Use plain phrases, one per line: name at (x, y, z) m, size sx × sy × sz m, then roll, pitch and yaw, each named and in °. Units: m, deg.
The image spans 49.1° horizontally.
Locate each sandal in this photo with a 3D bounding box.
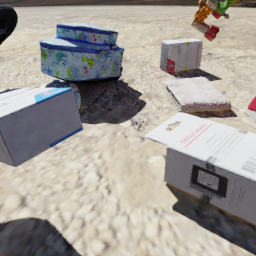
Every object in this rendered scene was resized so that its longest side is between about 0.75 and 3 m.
sandal at (-3.103, -1.751, 5.964) m, size 0.450 × 0.799 × 2.102 m, roll 38°, pitch 76°, yaw 12°

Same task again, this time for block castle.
block castle at (2.982, -3.814, 7.927) m, size 1.160 × 2.474 × 1.653 m, roll 28°, pitch 59°, yaw -8°

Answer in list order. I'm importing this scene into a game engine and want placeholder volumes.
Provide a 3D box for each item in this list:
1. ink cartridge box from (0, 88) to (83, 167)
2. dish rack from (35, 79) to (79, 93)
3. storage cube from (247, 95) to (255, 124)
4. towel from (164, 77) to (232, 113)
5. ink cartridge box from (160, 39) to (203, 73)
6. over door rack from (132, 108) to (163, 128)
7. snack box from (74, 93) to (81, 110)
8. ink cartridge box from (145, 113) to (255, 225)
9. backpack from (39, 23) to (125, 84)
ink cartridge box at (-1.843, -0.119, 4.554) m, size 1.791 × 0.750 × 1.300 m, roll 7°, pitch 29°, yaw 40°
dish rack at (-2.658, -1.415, 10.183) m, size 1.286 × 0.326 × 1.499 m, roll 15°, pitch 31°, yaw 27°
storage cube at (4.077, -0.365, 5.519) m, size 2.132 × 2.027 × 2.371 m, roll -52°, pitch 44°, yaw -3°
towel at (2.277, -1.234, 9.695) m, size 1.720 × 0.448 × 2.596 m, roll -4°, pitch 29°, yaw -6°
ink cartridge box at (2.403, -3.308, 12.696) m, size 1.753 × 1.272 × 0.731 m, roll -11°, pitch 29°, yaw -20°
over door rack at (0.579, -0.260, 7.987) m, size 0.826 × 0.275 × 0.610 m, roll -12°, pitch 22°, yaw 24°
snack box at (-2.636, -0.671, 8.677) m, size 2.188 × 0.406 × 1.271 m, roll -1°, pitch 28°, yaw -2°
ink cartridge box at (1.838, 0.673, 5.631) m, size 2.737 × 0.913 × 1.585 m, roll 21°, pitch 35°, yaw 34°
backpack at (-1.830, -2.865, 10.636) m, size 2.632 × 2.113 × 2.876 m, roll 17°, pitch 25°, yaw 30°
